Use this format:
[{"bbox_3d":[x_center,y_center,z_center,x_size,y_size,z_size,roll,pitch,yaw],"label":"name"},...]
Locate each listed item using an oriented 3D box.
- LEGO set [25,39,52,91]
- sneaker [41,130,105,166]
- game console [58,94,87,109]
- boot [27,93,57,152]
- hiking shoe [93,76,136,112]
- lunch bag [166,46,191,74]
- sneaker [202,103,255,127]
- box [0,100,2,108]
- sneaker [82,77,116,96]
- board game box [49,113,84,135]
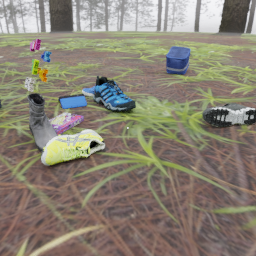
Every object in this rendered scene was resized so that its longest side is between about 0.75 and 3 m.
[{"bbox_3d":[-2.940,-2.009,9.084,0.617,1.618,0.664,5,12,-45],"label":"LEGO set"},{"bbox_3d":[-1.611,0.581,8.471,2.102,0.792,0.803,-24,33,-39],"label":"sneaker"},{"bbox_3d":[-2.627,-1.199,13.233,1.175,0.695,1.003,-9,-5,-20],"label":"game console"},{"bbox_3d":[-2.822,-0.193,9.192,0.757,1.428,2.169,-20,41,-35],"label":"boot"},{"bbox_3d":[-0.717,-1.524,12.636,1.014,1.182,2.725,-21,32,-38],"label":"hiking shoe"},{"bbox_3d":[3.404,-4.541,18.981,1.408,1.371,2.072,13,42,19],"label":"lunch bag"},{"bbox_3d":[3.907,-0.552,11.074,2.333,0.775,1.055,-2,21,-12],"label":"sneaker"},{"bbox_3d":[-6.224,-1.223,11.625,1.054,1.461,1.968,0,24,-2],"label":"box"},{"bbox_3d":[-1.466,-2.142,14.212,1.824,1.015,0.700,7,25,15],"label":"sneaker"},{"bbox_3d":[-2.585,-0.182,10.852,0.986,0.265,1.643,16,28,23],"label":"board game box"}]
